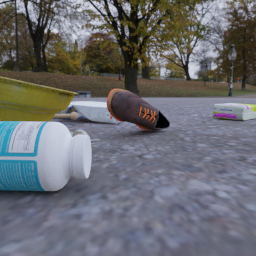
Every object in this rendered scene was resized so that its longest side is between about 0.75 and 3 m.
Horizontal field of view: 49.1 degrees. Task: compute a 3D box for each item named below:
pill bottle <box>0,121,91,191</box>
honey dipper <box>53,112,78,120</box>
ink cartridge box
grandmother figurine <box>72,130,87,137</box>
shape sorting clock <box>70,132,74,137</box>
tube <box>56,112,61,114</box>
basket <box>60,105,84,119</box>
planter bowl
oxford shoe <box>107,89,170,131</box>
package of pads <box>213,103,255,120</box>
[{"bbox_3d":[-1.181,0.325,3.260,1.449,0.803,0.803,1,8,3],"label":"pill bottle"},{"bbox_3d":[-2.850,-0.434,9.950,2.409,0.457,0.457,1,7,23],"label":"honey dipper"},{"bbox_3d":[-1.322,-0.647,10.907,2.670,0.669,2.165,3,8,15],"label":"ink cartridge box"},{"bbox_3d":[-0.908,0.307,4.521,0.640,0.319,1.055,21,22,3],"label":"grandmother figurine"},{"bbox_3d":[-1.799,0.242,5.362,1.977,0.388,1.977,5,6,-1],"label":"shape sorting clock"},{"bbox_3d":[-3.677,-0.719,12.234,2.421,0.610,0.938,-1,-2,30],"label":"tube"},{"bbox_3d":[-2.250,-0.630,11.387,0.882,0.614,0.778,29,20,22],"label":"basket"},{"bbox_3d":[-1.914,-0.356,4.459,2.109,0.878,2.109,12,6,-1],"label":"planter bowl"},{"bbox_3d":[0.341,-0.447,7.281,0.836,0.820,2.305,12,-4,36],"label":"oxford shoe"},{"bbox_3d":[4.474,-0.683,11.582,1.777,0.606,1.373,-6,11,-44],"label":"package of pads"}]
